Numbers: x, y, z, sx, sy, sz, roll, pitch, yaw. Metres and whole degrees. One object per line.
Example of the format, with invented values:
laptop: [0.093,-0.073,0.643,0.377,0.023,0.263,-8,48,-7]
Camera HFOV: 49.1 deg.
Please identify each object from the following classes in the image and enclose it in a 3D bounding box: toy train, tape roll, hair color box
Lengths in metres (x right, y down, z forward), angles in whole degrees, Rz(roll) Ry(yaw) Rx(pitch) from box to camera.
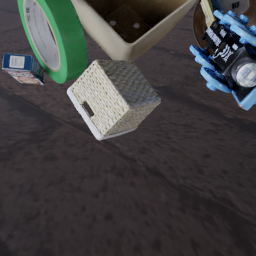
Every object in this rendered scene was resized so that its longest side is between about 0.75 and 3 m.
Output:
toy train: [1.814,-1.074,4.392,1.329,1.009,2.327,27,29,-12]
tape roll: [-2.038,-2.538,7.476,0.638,2.655,2.655,-29,45,-26]
hair color box: [-2.936,-1.657,8.058,0.755,0.457,1.510,5,-5,-2]

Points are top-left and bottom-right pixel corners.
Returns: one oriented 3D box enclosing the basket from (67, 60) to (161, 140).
basket: [-0.258,-0.604,5.518,1.263,1.016,1.252,-17,68,-51]

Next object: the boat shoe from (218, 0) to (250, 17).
boat shoe: [2.601,-3.513,7.332,0.942,0.927,2.656,-17,0,19]

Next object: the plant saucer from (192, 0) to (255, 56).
plant saucer: [3.422,-3.371,8.793,2.714,2.714,0.497,13,10,18]

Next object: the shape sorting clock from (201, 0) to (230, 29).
shape sorting clock: [2.272,-1.977,6.582,0.526,2.682,2.682,-25,28,24]

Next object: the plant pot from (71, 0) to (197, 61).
plant pot: [0.003,-3.528,8.547,2.826,2.505,2.829,-41,82,-14]
